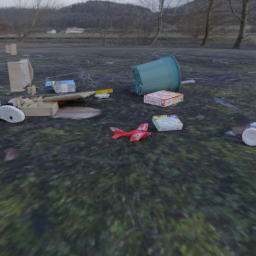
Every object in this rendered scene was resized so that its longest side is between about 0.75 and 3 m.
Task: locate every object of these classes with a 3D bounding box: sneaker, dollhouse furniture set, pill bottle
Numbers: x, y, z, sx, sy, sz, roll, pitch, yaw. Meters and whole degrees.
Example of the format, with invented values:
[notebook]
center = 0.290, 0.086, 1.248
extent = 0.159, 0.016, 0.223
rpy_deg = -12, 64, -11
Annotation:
[sneaker]
center = -4.677, -0.705, 11.227
extent = 1.822, 0.666, 1.019
rpy_deg = 6, 22, 19
[dollhouse furniture set]
center = -3.770, -2.027, 11.633
extent = 1.405, 2.877, 2.454
rpy_deg = -1, 19, -3
[pill bottle]
center = 4.061, 0.157, 9.036
extent = 0.572, 0.572, 0.957
rpy_deg = 12, 22, 29

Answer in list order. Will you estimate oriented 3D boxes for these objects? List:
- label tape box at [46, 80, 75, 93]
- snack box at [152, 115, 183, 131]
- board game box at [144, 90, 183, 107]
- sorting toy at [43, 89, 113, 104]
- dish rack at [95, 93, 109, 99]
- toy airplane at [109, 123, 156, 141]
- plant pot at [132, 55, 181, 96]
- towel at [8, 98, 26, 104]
[label tape box]
center = -3.850, -2.358, 15.977
extent = 1.585, 0.524, 1.136
rpy_deg = -7, 20, -13
[snack box]
center = 1.426, -0.189, 10.172
extent = 0.926, 0.245, 0.658
rpy_deg = -5, 38, -18
[board game box]
center = 1.748, -1.457, 13.690
extent = 1.234, 0.377, 1.630
rpy_deg = 16, 26, 38
[sorting toy]
center = -2.202, -1.422, 12.864
extent = 2.786, 0.373, 2.076
rpy_deg = -5, 9, 13
[dish rack]
center = -1.409, -1.682, 14.614
extent = 0.697, 0.177, 0.812
rpy_deg = -13, 24, -29
[toy airplane]
center = 0.132, 0.192, 9.333
extent = 1.596, 0.293, 1.596
rpy_deg = 0, 20, 0
[plant pot]
center = 1.422, -2.692, 14.978
extent = 2.059, 2.103, 2.103
rpy_deg = -13, 23, -13
[towel]
center = -5.336, -1.230, 13.481
extent = 0.767, 0.121, 1.065
rpy_deg = -1, 22, -8
